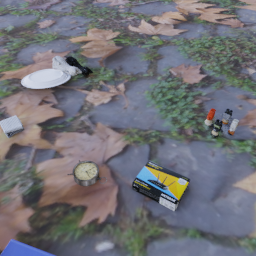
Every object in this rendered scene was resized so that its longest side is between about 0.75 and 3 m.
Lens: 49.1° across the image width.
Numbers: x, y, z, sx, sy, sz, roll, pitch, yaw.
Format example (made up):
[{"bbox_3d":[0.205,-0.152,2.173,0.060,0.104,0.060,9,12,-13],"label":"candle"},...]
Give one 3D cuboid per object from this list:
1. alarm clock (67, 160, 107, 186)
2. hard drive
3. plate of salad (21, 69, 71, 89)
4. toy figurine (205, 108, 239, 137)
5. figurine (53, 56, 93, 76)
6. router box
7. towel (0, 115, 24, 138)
[{"bbox_3d":[-1.118,1.375,8.159,1.130,0.376,0.763,17,44,21],"label":"alarm clock"},{"bbox_3d":[-2.336,3.145,6.351,1.314,0.167,0.867,13,44,14],"label":"hard drive"},{"bbox_3d":[-3.426,-2.008,11.830,2.035,0.489,2.035,-2,32,1],"label":"plate of salad"},{"bbox_3d":[3.238,-0.166,9.694,0.963,0.680,0.978,-2,40,-10],"label":"toy figurine"},{"bbox_3d":[-2.396,-2.642,12.205,1.346,0.594,1.380,28,22,20],"label":"figurine"},{"bbox_3d":[0.937,1.592,7.933,1.355,0.346,1.011,22,47,23],"label":"router box"},{"bbox_3d":[-4.042,-0.045,9.772,0.655,0.338,0.791,-24,46,-26],"label":"towel"}]
